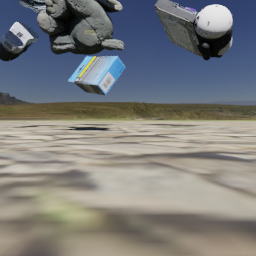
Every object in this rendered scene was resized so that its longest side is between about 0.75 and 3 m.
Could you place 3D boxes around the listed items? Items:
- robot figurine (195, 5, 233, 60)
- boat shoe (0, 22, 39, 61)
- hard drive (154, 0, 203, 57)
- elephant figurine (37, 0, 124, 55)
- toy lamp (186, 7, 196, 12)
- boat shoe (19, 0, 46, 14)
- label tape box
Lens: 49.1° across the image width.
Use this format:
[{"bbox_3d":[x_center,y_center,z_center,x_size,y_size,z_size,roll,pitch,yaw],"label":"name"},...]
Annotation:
[{"bbox_3d":[2.612,-2.902,8.602,1.112,1.339,1.782,-22,-26,10],"label":"robot figurine"},{"bbox_3d":[-3.299,-2.585,8.333,0.755,0.623,2.201,37,23,-19],"label":"boat shoe"},{"bbox_3d":[1.951,-3.507,9.987,1.618,0.438,2.316,36,0,27],"label":"hard drive"},{"bbox_3d":[-0.862,-2.419,6.057,1.491,1.635,2.107,-17,23,20],"label":"elephant figurine"},{"bbox_3d":[2.887,-4.119,10.771,1.667,0.485,0.485,30,6,6],"label":"toy lamp"},{"bbox_3d":[-2.645,-3.849,7.867,1.950,0.885,0.690,27,62,34],"label":"boat shoe"},{"bbox_3d":[-1.285,-2.158,11.298,2.041,1.472,0.646,15,-25,46],"label":"label tape box"}]
